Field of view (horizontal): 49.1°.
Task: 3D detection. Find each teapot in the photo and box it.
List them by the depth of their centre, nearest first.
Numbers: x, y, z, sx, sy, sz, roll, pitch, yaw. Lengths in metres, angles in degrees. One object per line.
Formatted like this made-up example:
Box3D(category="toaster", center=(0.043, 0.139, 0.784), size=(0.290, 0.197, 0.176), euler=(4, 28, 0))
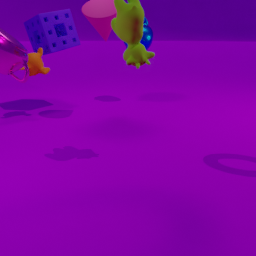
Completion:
Box3D(category="teapot", center=(-2.318, -1.345, 4.934), size=(1.487, 0.728, 0.924), euler=(41, 7, 1))
Box3D(category="teapot", center=(0.339, -3.440, 10.448), size=(0.933, 1.905, 1.185), euler=(23, 0, -40))

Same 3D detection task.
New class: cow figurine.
Box3D(category="cow figurine", center=(0.099, -1.724, 5.154), size=(0.605, 1.103, 1.085), euler=(-21, 69, -16))

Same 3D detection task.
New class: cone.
Box3D(category="cone", center=(-0.726, -3.075, 8.396), size=(1.132, 1.137, 1.132), euler=(-2, 51, 3))

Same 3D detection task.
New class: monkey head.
Box3D(category="monkey head", center=(-2.827, -1.953, 8.596), size=(0.785, 0.658, 1.092), euler=(15, 56, 27))

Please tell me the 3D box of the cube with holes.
Box3D(category="cube with holes", center=(-2.569, -3.200, 9.509), size=(1.177, 1.177, 1.177), euler=(-29, 22, -37))
